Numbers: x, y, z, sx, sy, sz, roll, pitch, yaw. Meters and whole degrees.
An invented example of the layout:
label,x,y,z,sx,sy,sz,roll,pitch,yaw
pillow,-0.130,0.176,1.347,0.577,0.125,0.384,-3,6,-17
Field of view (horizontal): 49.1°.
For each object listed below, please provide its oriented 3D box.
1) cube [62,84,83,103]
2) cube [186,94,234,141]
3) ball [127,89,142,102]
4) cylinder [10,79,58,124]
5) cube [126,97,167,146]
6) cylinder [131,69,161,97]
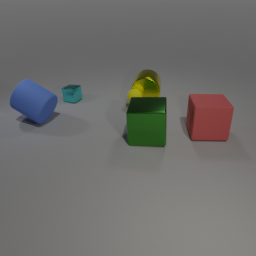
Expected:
label,x,y,z,sx,sy,sz,roll,pitch,yaw
cube,-2.781,-1.728,13.984,0.700,0.700,0.700,8,27,24
cube,3.115,-0.444,10.905,1.400,1.400,1.400,1,26,2
ball,0.311,-1.470,13.044,0.700,0.700,0.700,0,29,0
cylinder,-3.910,-1.104,11.708,1.400,1.400,1.400,30,34,4
cube,0.744,-0.269,10.548,1.400,1.400,1.400,1,29,8
cylinder,0.924,-2.039,13.889,1.400,1.400,1.400,4,28,7
